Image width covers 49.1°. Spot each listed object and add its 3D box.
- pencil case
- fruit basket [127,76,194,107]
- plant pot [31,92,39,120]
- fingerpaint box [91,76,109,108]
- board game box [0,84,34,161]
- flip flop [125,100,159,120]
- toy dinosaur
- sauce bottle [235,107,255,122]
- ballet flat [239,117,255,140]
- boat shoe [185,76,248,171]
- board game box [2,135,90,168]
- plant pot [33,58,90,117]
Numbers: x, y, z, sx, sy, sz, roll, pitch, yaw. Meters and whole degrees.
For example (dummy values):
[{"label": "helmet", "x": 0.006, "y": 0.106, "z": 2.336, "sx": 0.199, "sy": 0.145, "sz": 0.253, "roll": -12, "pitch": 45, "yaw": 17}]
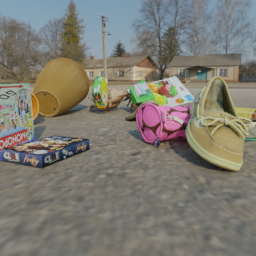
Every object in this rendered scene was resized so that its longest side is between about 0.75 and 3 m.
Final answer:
[{"label": "pencil case", "x": 1.498, "y": -0.192, "z": 7.256, "sx": 2.487, "sy": 1.129, "sz": 1.165, "roll": -7, "pitch": -18, "yaw": -33}, {"label": "fruit basket", "x": 1.362, "y": -1.541, "z": 12.256, "sx": 2.436, "sy": 1.142, "sz": 2.256, "roll": -20, "pitch": 40, "yaw": -2}, {"label": "plant pot", "x": -3.819, "y": -0.789, "z": 9.680, "sx": 1.276, "sy": 1.276, "sz": 1.168, "roll": -5, "pitch": 13, "yaw": -26}, {"label": "fingerpaint box", "x": -1.189, "y": -1.557, "z": 12.146, "sx": 0.397, "sy": 0.904, "sz": 1.083, "roll": -5, "pitch": 51, "yaw": 14}, {"label": "board game box", "x": -2.593, "y": -0.132, "z": 5.635, "sx": 0.323, "sy": 1.495, "sz": 2.222, "roll": 0, "pitch": 10, "yaw": 9}, {"label": "flip flop", "x": 0.493, "y": -0.707, "z": 10.229, "sx": 0.863, "sy": 0.612, "sz": 2.127, "roll": -2, "pitch": -13, "yaw": -17}, {"label": "toy dinosaur", "x": -0.715, "y": -1.351, "z": 13.815, "sx": 1.954, "sy": 1.237, "sz": 2.883, "roll": 4, "pitch": -12, "yaw": -45}, {"label": "sauce bottle", "x": 3.582, "y": -0.398, "z": 9.642, "sx": 0.663, "sy": 0.663, "sz": 2.009, "roll": -8, "pitch": 11, "yaw": -38}, {"label": "ballet flat", "x": 2.525, "y": 0.050, "z": 7.020, "sx": 2.039, "sy": 0.650, "sz": 0.687, "roll": -6, "pitch": 12, "yaw": -28}, {"label": "boat shoe", "x": 1.869, "y": -0.236, "z": 5.833, "sx": 1.066, "sy": 0.919, "sz": 2.923, "roll": 20, "pitch": 29, "yaw": 3}, {"label": "board game box", "x": -1.658, "y": 0.447, "z": 5.868, "sx": 1.031, "sy": 0.263, "sz": 1.522, "roll": 4, "pitch": 11, "yaw": 25}, {"label": "plant pot", "x": -3.163, "y": -1.601, "z": 12.443, "sx": 2.398, "sy": 2.398, "sz": 2.573, "roll": 1, "pitch": 29, "yaw": 7}]
